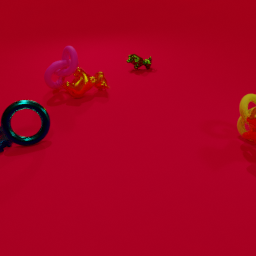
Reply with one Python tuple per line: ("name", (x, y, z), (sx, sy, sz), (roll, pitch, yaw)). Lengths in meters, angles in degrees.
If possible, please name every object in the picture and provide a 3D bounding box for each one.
("cow figurine", (-1.499, -1.593, 10.360), (1.444, 1.421, 0.792), (-57, 24, -12))
("cow figurine", (0.546, -2.950, 12.327), (1.005, 0.552, 0.989), (39, 45, 15))
("knot shape", (-2.304, -2.272, 10.193), (0.775, 1.569, 1.676), (40, 45, -19))
("knot shape", (3.624, -0.386, 7.934), (1.325, 1.240, 0.612), (-38, 12, 17))
("cow figurine", (3.527, 0.056, 7.178), (1.283, 1.262, 0.704), (42, 74, -1))
("gear", (-3.920, 0.329, 8.060), (1.206, 0.223, 1.206), (-1, 35, 1))
("ring", (-2.845, -0.137, 7.831), (1.319, 1.319, 0.264), (-12, 18, -17))
